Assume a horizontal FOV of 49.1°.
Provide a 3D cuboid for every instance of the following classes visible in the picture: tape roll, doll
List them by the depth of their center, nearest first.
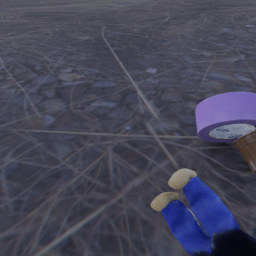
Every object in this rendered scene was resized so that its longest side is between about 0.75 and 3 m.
[{"bbox_3d":[1.249,1.802,3.690,0.615,1.732,2.539,14,29,-40],"label":"doll"},{"bbox_3d":[2.468,-0.208,6.755,1.604,1.604,0.682,0,70,0],"label":"tape roll"}]

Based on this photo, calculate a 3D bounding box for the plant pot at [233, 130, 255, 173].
[{"bbox_3d":[2.906,0.529,6.236,0.790,0.790,0.782,-13,65,-19],"label":"plant pot"}]
